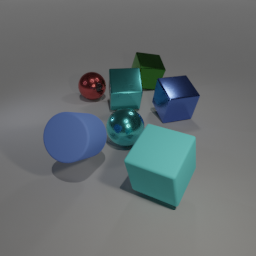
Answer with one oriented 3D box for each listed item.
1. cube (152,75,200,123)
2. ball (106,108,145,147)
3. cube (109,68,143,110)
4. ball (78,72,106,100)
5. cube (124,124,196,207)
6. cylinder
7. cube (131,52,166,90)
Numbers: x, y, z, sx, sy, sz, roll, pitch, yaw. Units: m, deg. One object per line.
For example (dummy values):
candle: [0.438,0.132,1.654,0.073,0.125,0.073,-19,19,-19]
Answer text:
cube: [2.023,-1.258,12.132,1.400,1.400,1.400,-9,50,-16]
ball: [-0.096,-0.027,10.187,1.400,1.400,1.400,0,28,0]
cube: [-0.147,-1.786,12.964,1.400,1.400,1.400,-3,62,-6]
ball: [-1.799,-2.115,14.093,1.400,1.400,1.400,0,28,0]
cube: [0.926,0.976,7.549,1.400,1.400,1.400,16,53,27]
cylinder: [-1.507,0.247,8.222,1.400,1.400,1.400,9,4,16]
cube: [1.042,-3.108,15.320,1.400,1.400,1.400,3,47,-17]
